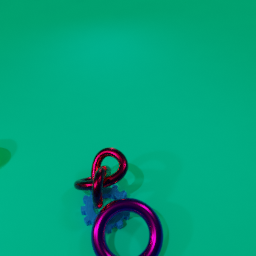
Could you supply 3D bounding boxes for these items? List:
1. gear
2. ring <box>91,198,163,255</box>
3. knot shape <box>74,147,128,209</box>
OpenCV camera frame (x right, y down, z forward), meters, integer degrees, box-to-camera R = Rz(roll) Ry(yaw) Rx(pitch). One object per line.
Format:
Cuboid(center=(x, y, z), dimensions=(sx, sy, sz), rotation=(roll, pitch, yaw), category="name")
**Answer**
Cuboid(center=(-0.515, 1.875, 6.605), dimensions=(1.156, 0.214, 1.156), rotation=(0, 48, 0), category="gear")
Cuboid(center=(-0.015, 2.252, 5.918), dimensions=(1.533, 0.307, 1.533), rotation=(0, 68, -1), category="ring")
Cuboid(center=(-0.645, 1.209, 6.421), dimensions=(0.665, 1.438, 1.346), rotation=(40, 22, -20), category="knot shape")
